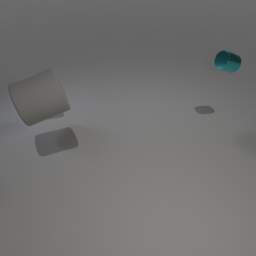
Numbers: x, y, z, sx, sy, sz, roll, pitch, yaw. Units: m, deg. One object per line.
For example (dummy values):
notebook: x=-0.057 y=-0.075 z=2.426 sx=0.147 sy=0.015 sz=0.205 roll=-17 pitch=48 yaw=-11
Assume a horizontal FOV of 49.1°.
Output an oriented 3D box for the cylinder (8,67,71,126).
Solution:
cylinder: x=-2.672 y=-0.953 z=8.577 sx=1.400 sy=1.400 sz=1.400 roll=-23 pitch=36 yaw=-8

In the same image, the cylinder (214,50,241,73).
cylinder: x=3.724 y=-2.471 z=10.457 sx=0.700 sy=0.700 sz=0.700 roll=8 pitch=25 yaw=-32
